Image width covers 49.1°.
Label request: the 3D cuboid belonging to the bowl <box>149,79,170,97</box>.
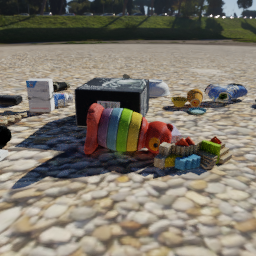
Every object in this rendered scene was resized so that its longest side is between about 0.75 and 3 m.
[{"bbox_3d":[1.556,-2.309,15.755,1.682,0.756,1.682,1,21,0],"label":"bowl"}]

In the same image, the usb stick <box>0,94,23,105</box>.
[{"bbox_3d":[-6.579,-1.494,14.067,2.696,0.439,0.747,6,23,15],"label":"usb stick"}]

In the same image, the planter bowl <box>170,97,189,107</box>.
[{"bbox_3d":[2.469,-1.239,13.522,0.872,0.363,0.872,0,22,0],"label":"planter bowl"}]

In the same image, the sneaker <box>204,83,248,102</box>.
[{"bbox_3d":[5.109,-1.694,14.304,2.407,0.911,0.927,-5,45,-15],"label":"sneaker"}]

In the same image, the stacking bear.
[{"bbox_3d":[0.099,0.133,8.773,2.564,1.557,1.458,10,22,4],"label":"stacking bear"}]

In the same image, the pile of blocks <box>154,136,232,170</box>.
[{"bbox_3d":[1.944,0.653,8.100,2.432,0.756,0.998,-8,22,-18],"label":"pile of blocks"}]

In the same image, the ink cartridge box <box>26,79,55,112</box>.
[{"bbox_3d":[-3.949,-1.482,12.689,1.031,1.426,0.601,1,19,2],"label":"ink cartridge box"}]

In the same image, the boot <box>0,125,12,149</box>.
[{"bbox_3d":[-4.868,0.078,9.200,2.019,0.912,2.464,16,-9,-6],"label":"boot"}]

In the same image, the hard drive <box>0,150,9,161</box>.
[{"bbox_3d":[-4.455,0.860,8.362,1.374,0.183,0.906,3,21,10],"label":"hard drive"}]

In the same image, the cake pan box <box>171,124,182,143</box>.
[{"bbox_3d":[1.184,0.197,9.909,1.194,0.312,1.100,-3,19,-7],"label":"cake pan box"}]

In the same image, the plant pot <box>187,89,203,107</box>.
[{"bbox_3d":[3.230,-1.376,13.469,0.781,0.781,0.715,3,37,8],"label":"plant pot"}]

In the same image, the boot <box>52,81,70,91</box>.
[{"bbox_3d":[-4.278,-2.555,16.773,1.454,0.525,1.098,18,23,38],"label":"boot"}]

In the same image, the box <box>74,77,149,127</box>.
[{"bbox_3d":[-0.533,-1.081,11.491,2.557,1.585,2.514,4,20,10],"label":"box"}]

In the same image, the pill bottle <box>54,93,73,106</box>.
[{"bbox_3d":[-3.219,-1.380,13.565,1.059,0.594,0.594,-5,22,-14],"label":"pill bottle"}]

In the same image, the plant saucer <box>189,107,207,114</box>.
[{"bbox_3d":[3.151,-0.774,12.676,0.804,0.110,0.804,-1,21,0],"label":"plant saucer"}]

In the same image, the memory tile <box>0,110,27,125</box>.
[{"bbox_3d":[-4.943,-0.447,11.294,1.136,0.124,1.482,10,21,19],"label":"memory tile"}]

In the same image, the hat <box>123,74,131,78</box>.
[{"bbox_3d":[0.093,-2.025,14.868,0.698,1.731,1.731,-37,11,21],"label":"hat"}]
